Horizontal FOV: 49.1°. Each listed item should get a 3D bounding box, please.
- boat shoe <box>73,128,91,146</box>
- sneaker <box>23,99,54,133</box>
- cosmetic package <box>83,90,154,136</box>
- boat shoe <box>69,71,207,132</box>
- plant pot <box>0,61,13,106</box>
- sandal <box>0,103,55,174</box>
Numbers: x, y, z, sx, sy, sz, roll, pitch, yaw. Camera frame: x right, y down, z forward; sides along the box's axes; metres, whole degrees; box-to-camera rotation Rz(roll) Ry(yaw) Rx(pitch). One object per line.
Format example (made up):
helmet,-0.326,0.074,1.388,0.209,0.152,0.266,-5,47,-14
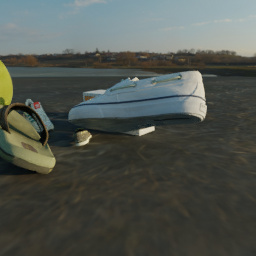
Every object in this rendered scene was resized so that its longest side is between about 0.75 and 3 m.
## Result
boat shoe,-0.950,0.137,5.747,0.319,0.267,0.894,-18,11,-1
sneaker,-2.026,-0.290,6.254,0.371,0.493,1.055,-18,40,-41
cosmetic package,-0.261,-0.422,6.897,1.801,0.914,0.642,9,18,38
boat shoe,0.130,-0.522,5.669,2.884,0.963,1.061,-2,-18,23
plant pot,-3.868,-0.838,6.034,2.000,2.000,2.137,-1,10,-4
sandal,-1.747,-0.004,4.683,0.984,0.707,2.479,17,6,-40
